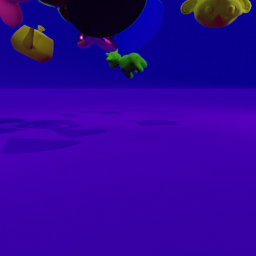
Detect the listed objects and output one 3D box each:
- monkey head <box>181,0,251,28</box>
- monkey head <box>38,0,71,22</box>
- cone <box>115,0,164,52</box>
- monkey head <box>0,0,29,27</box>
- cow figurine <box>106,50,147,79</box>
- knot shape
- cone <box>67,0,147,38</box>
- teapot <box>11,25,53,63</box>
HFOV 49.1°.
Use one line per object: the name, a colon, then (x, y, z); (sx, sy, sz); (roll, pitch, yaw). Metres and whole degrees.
monkey head: (2.474, -3.508, 7.714); (1.966, 1.414, 1.185); (2, 26, 8)
monkey head: (-1.820, -3.198, 6.224); (1.221, 1.022, 1.697); (3, -26, 38)
cone: (-0.102, -2.652, 6.319); (1.291, 1.291, 1.296); (-10, 53, -49)
monkey head: (-1.656, -2.197, 3.651); (1.118, 1.554, 0.936); (5, 32, -1)
cow figurine: (-0.120, -2.678, 11.175); (1.437, 1.414, 0.789); (-21, 28, 51)
knot shape: (-0.954, -2.867, 7.267); (0.844, 1.709, 1.827); (-28, 43, -20)
cone: (-0.572, -2.627, 4.938); (1.417, 1.423, 1.417); (-19, -29, -11)
teapot: (-2.783, -2.573, 8.340); (1.239, 0.976, 1.993); (26, 6, -11)
